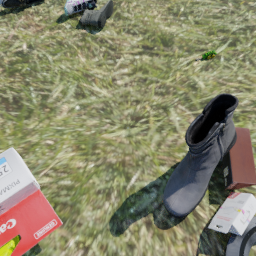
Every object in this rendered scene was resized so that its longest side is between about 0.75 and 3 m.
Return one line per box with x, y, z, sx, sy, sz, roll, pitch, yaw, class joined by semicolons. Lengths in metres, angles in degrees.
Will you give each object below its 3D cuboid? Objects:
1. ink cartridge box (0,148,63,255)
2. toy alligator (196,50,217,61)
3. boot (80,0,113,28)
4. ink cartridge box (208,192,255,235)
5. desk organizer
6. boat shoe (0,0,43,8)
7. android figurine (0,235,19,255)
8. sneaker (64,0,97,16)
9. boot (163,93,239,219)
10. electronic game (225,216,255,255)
-3.040;1.912;6.009;2.482;0.555;2.187;-35;61;-19;ink cartridge box
2.661;-2.456;9.404;0.792;0.215;0.235;-19;62;-11;toy alligator
-1.156;-4.296;10.353;0.944;0.489;1.445;14;59;14;boot
2.448;2.043;6.488;1.130;0.658;0.381;-45;100;-22;ink cartridge box
2.860;0.781;7.317;0.623;0.581;1.619;5;60;0;desk organizer
-3.943;-4.942;10.634;1.819;0.624;0.515;-29;64;-18;boat shoe
-3.600;2.451;6.326;2.582;0.582;2.836;-36;64;-20;android figurine
-1.624;-4.591;10.447;1.014;0.564;1.450;26;64;15;sneaker
1.519;0.637;6.379;0.984;1.856;2.820;27;79;29;boot
3.307;3.080;5.991;2.444;0.508;2.444;1;53;-1;electronic game
